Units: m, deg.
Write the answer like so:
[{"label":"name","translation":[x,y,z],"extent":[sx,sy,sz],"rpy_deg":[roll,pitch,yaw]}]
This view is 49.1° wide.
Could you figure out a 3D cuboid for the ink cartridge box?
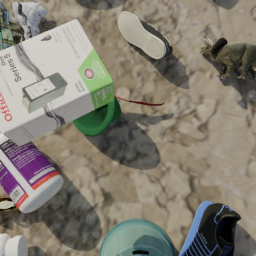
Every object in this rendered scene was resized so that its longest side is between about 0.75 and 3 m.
[{"label":"ink cartridge box","translation":[-1.298,-0.717,4.503],"extent":[1.782,0.749,1.296],"rpy_deg":[-27,76,-10]}]

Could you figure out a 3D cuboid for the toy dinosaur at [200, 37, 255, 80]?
[{"label":"toy dinosaur","translation":[3.405,-2.137,8.511],"extent":[2.484,0.956,1.271],"rpy_deg":[7,101,15]}]

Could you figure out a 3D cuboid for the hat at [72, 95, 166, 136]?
[{"label":"hat","translation":[-0.466,-0.637,8.710],"extent":[2.152,1.894,1.783],"rpy_deg":[39,115,30]}]

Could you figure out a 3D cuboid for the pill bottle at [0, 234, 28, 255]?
[{"label":"pill bottle","translation":[-3.727,3.432,7.551],"extent":[1.802,1.011,1.011],"rpy_deg":[-8,79,-1]}]

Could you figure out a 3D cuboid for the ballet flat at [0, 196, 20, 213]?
[{"label":"ballet flat","translation":[-3.749,2.213,8.000],"extent":[1.639,0.593,0.556],"rpy_deg":[-4,79,0]}]

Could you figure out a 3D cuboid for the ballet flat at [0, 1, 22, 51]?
[{"label":"ballet flat","translation":[-3.820,-3.114,9.035],"extent":[0.791,0.791,2.131],"rpy_deg":[-11,82,-2]}]

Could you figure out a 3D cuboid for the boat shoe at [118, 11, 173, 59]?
[{"label":"boat shoe","translation":[0.544,-2.986,8.952],"extent":[2.159,0.798,0.651],"rpy_deg":[43,39,23]}]

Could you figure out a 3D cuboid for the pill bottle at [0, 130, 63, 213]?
[{"label":"pill bottle","translation":[-3.043,1.047,7.822],"extent":[1.374,1.374,2.444],"rpy_deg":[-41,82,-7]}]

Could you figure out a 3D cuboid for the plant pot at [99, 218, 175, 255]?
[{"label":"plant pot","translation":[0.251,3.524,6.958],"extent":[2.195,2.150,2.195],"rpy_deg":[0,79,0]}]

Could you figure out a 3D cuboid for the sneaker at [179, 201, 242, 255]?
[{"label":"sneaker","translation":[2.104,3.393,7.376],"extent":[1.009,1.121,2.877],"rpy_deg":[24,78,-25]}]

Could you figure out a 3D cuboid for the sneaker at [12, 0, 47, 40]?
[{"label":"sneaker","translation":[-2.960,-3.320,9.007],"extent":[0.931,0.608,1.619],"rpy_deg":[-27,98,-21]}]
